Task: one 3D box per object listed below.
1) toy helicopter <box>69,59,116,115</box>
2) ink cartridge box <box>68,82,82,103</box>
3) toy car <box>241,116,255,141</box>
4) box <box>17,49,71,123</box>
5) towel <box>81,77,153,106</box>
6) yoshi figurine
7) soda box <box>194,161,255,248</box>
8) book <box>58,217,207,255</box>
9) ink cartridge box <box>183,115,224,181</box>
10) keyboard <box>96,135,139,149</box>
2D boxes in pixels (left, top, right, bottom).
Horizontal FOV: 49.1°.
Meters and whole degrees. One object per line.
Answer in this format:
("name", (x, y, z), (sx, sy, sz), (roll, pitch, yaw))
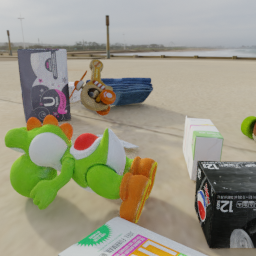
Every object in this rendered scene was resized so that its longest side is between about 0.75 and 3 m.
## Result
("toy helicopter", (-1.259, -1.581, 9.945), (1.480, 0.883, 2.237), (9, 57, -17))
("ink cartridge box", (-3.332, -1.802, 13.770), (1.979, 0.834, 1.445), (4, 17, 12))
("toy car", (4.333, -0.660, 7.430), (1.838, 2.330, 1.914), (-5, 18, -16))
("box", (-2.994, -1.559, 10.089), (1.651, 2.499, 1.433), (-6, 18, -19))
("towel", (-0.466, -1.466, 11.981), (2.940, 0.713, 1.641), (-6, -23, -23))
("yoshi figurine", (-0.965, 0.853, 4.963), (2.722, 1.530, 1.524), (18, 61, 11))
("soda box", (2.518, 1.086, 4.122), (2.882, 0.913, 1.020), (0, 18, 1))
("book", (0.181, 1.665, 3.282), (1.704, 0.410, 1.139), (10, 17, 36))
("ink cartridge box", (1.623, 0.376, 6.299), (0.575, 1.000, 1.708), (3, 18, 4))
("keyboard", (-0.320, 0.355, 7.678), (0.403, 0.076, 1.432), (6, 8, -43))
